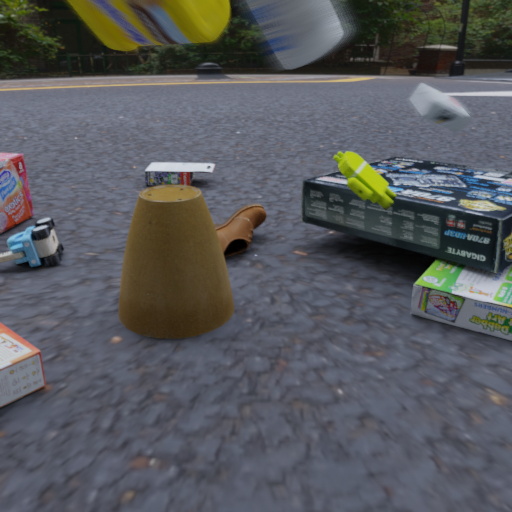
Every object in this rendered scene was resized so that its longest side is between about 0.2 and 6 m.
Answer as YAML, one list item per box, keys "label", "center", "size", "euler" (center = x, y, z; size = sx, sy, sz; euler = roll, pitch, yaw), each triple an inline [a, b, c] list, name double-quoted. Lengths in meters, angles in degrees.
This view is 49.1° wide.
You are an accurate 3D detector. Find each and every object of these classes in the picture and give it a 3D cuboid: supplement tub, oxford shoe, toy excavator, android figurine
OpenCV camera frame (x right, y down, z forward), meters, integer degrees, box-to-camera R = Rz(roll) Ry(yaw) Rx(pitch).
- label: "supplement tub"
  center: [0.289, -2.329, 5.118]
  size: [0.673, 1.021, 0.673]
  euler: [-26, 30, 16]
- label: "oxford shoe"
  center: [-0.304, -0.396, 10.470]
  size: [0.688, 0.688, 1.929]
  euler: [30, 41, 21]
- label: "toy excavator"
  center: [-4.106, -0.038, 9.615]
  size: [1.337, 0.668, 1.300]
  euler: [-16, 23, -6]
- label: "android figurine"
  center: [1.477, -1.061, 7.676]
  size: [1.017, 0.209, 0.926]
  euler: [41, 32, -1]

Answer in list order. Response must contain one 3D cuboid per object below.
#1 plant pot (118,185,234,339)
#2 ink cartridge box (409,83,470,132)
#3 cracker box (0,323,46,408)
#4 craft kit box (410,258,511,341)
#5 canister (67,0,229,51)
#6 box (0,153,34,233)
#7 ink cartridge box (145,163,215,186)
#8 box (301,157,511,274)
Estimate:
- label: "plant pot"
  center: [-1.148, -0.029, 7.914]
  size: [1.682, 1.805, 1.682]
  euler: [1, 22, 0]
- label: "ink cartridge box"
  center: [3.584, -2.904, 10.977]
  size: [0.964, 0.399, 0.703]
  euler: [15, 39, -26]
- label: "cracker box"
  center: [-3.457, 1.388, 6.133]
  size: [1.213, 0.522, 1.811]
  euler: [19, 28, 38]
- label: "craft kit box"
  center: [3.902, 0.479, 8.328]
  size: [2.466, 0.606, 2.497]
  euler: [17, 28, 30]
- label: "canister"
  center: [-1.152, -2.684, 5.702]
  size: [1.555, 1.155, 0.673]
  euler: [15, 68, 39]
- label: "box"
  center: [-6.307, -1.361, 11.586]
  size: [2.864, 1.428, 1.367]
  euler: [4, 23, 11]
- label: "ink cartridge box"
  center: [-1.990, -2.150, 14.818]
  size: [1.742, 0.439, 0.949]
  euler: [2, 22, 1]
- label: "box"
  center: [3.219, -0.967, 10.077]
  size: [3.053, 0.883, 3.841]
  euler: [-20, 27, -40]
